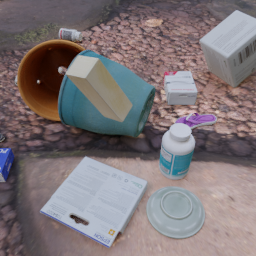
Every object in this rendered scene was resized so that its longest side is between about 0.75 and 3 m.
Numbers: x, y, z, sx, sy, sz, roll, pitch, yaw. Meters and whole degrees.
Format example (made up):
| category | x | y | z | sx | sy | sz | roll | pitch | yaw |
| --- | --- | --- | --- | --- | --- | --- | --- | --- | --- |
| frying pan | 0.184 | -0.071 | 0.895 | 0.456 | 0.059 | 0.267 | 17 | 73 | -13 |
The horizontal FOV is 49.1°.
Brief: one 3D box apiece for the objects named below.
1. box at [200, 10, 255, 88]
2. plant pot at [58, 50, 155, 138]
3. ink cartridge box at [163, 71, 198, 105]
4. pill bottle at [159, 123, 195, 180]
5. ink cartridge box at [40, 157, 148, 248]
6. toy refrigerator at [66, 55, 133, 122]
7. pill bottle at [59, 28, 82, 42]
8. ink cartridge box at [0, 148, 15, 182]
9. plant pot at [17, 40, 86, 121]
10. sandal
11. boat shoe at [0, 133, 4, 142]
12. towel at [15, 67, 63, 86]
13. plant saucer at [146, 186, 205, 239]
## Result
| category | x | y | z | sx | sy | sz | roll | pitch | yaw |
| --- | --- | --- | --- | --- | --- | --- | --- | --- | --- |
| box | 4.682 | -3.413 | 12.242 | 2.133 | 2.144 | 1.837 | -40 | 50 | 1 |
| plant pot | -0.548 | -0.976 | 9.708 | 2.616 | 2.784 | 2.784 | 20 | 46 | 12 |
| ink cartridge box | 2.181 | -1.705 | 11.892 | 1.195 | 0.686 | 1.646 | 0 | 42 | 0 |
| pill bottle | 1.474 | 0.695 | 8.447 | 0.962 | 1.737 | 0.962 | 1 | 42 | -1 |
| ink cartridge box | -0.891 | 2.023 | 7.924 | 2.204 | 0.486 | 2.245 | 20 | 48 | 20 |
| toy refrigerator | -0.597 | -0.889 | 6.532 | 0.659 | 1.735 | 0.607 | 18 | 69 | 37 |
| pill bottle | -3.226 | -5.237 | 15.834 | 1.203 | 0.666 | 0.666 | 12 | 43 | 13 |
| ink cartridge box | -4.890 | 1.176 | 8.844 | 2.223 | 0.491 | 1.045 | 0 | 43 | -1 |
| plant pot | -2.554 | -2.020 | 10.864 | 2.957 | 2.957 | 2.070 | -6 | 26 | -7 |
| sandal | 2.553 | -0.352 | 10.599 | 1.677 | 0.412 | 0.682 | -11 | 43 | -12 |
| boat shoe | -4.935 | 0.162 | 10.063 | 1.164 | 0.365 | 0.423 | 23 | 47 | 24 |
| towel | -4.104 | -2.367 | 12.911 | 1.989 | 0.343 | 1.318 | 1 | 44 | 0 |
| plant saucer | 1.330 | 2.210 | 7.764 | 1.641 | 0.412 | 1.641 | 0 | 42 | 0 |
